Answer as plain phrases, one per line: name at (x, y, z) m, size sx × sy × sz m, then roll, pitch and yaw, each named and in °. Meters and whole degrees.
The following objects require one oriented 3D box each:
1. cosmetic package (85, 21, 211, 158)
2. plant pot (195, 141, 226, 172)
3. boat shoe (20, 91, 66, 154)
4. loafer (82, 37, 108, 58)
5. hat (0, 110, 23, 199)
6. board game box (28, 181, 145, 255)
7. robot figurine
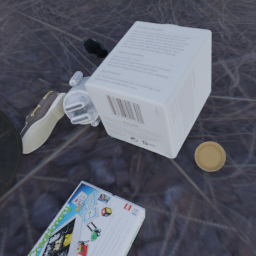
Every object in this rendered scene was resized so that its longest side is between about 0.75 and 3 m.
cosmetic package at (0.707, -1.050, 7.299) m, size 2.153 × 2.140 × 2.573 m, roll 19°, pitch 61°, yaw 29°
plant pot at (2.097, 0.730, 7.176) m, size 0.763 × 0.105 × 0.763 m, roll -1°, pitch 82°, yaw 7°
boat shoe at (-2.432, -0.221, 7.793) m, size 0.616 × 0.744 × 2.070 m, roll 21°, pitch 64°, yaw 23°
loafer at (-1.241, -2.938, 9.993) m, size 0.517 × 1.420 × 0.513 m, roll -37°, pitch 73°, yaw 13°
hat at (-3.923, 0.718, 6.643) m, size 2.767 × 1.116 × 2.767 m, roll 4°, pitch 80°, yaw -26°
board game box at (-0.958, 2.491, 5.693) m, size 1.675 × 0.459 × 2.653 m, roll 19°, pitch 51°, yaw 21°
robot figurine at (-1.161, -0.812, 7.911) m, size 1.037 × 1.558 × 1.837 m, roll -12°, pitch 26°, yaw 17°
